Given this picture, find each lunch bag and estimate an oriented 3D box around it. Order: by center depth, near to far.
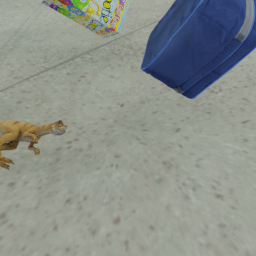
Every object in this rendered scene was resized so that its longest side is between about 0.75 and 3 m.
[{"bbox_3d":[1.563,-1.867,6.211,1.697,2.564,1.742,27,52,-16],"label":"lunch bag"}]

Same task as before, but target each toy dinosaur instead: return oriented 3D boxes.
[{"bbox_3d":[-2.619,0.098,6.115,2.641,0.798,1.403,11,63,4],"label":"toy dinosaur"}]

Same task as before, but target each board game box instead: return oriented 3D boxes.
[{"bbox_3d":[-1.520,-4.747,10.479,2.768,1.452,1.426,21,-3,-31],"label":"board game box"}]
